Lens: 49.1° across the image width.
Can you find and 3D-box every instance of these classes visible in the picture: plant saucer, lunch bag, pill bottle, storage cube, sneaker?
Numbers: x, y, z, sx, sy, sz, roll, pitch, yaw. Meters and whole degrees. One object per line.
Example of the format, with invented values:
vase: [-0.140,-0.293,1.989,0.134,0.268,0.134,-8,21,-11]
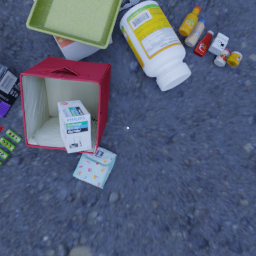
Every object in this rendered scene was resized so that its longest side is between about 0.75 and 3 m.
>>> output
plant saucer: [-1.491,-3.781,8.672,2.532,0.606,2.529,16,82,2]
lunch bag: [-1.065,1.229,9.297,1.068,0.765,1.254,21,75,9]
pill bottle: [0.979,-2.708,9.496,1.515,1.515,2.728,-28,83,-4]
storage cube: [-1.714,-0.801,8.464,2.110,2.219,2.469,7,116,2]
sneaker: [-0.378,-4.881,10.290,1.704,0.643,0.970,-25,82,-9]

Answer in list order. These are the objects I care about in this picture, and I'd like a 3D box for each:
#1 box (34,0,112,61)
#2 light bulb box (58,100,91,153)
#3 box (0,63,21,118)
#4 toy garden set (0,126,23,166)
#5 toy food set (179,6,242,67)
box: [-2.034,-4.026,9.740,1.808,1.416,2.906,-30,83,-4]
light bulb box: [-1.530,-0.069,7.985,0.695,1.104,1.114,-9,120,-21]
box: [-5.202,-1.765,9.236,2.836,1.734,1.504,29,81,3]
toy garden set: [-4.495,0.541,9.647,1.070,0.256,1.283,36,83,5]
toy food set: [2.947,-3.095,9.756,2.342,1.118,1.054,30,83,2]
